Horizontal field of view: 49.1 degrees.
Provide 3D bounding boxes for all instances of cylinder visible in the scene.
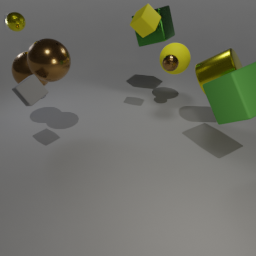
[{"bbox_3d":[3.467,-2.048,10.517,1.400,1.400,1.400,-21,17,34],"label":"cylinder"}]

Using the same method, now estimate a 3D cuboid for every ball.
[{"bbox_3d":[-2.598,-2.223,9.243,1.400,1.400,1.400,0,30,0],"label":"ball"},{"bbox_3d":[-4.253,-4.027,10.628,0.700,0.700,0.700,0,30,0],"label":"ball"},{"bbox_3d":[1.802,-2.761,11.876,0.700,0.700,0.700,0,30,0],"label":"ball"},{"bbox_3d":[2.140,-3.158,12.783,1.400,1.400,1.400,0,30,0],"label":"ball"},{"bbox_3d":[-3.528,-2.106,10.298,1.400,1.400,1.400,0,30,0],"label":"ball"}]

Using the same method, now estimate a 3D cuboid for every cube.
[{"bbox_3d":[3.428,-1.061,8.522,1.400,1.400,1.400,-24,3,-21],"label":"cube"},{"bbox_3d":[-3.025,-1.152,8.653,0.700,0.700,0.700,-45,24,-21],"label":"cube"},{"bbox_3d":[0.620,-3.818,9.999,0.700,0.700,0.700,-11,49,53],"label":"cube"},{"bbox_3d":[1.214,-4.761,13.093,1.400,1.400,1.400,-3,25,31],"label":"cube"}]
